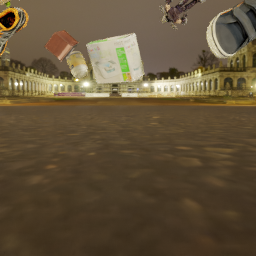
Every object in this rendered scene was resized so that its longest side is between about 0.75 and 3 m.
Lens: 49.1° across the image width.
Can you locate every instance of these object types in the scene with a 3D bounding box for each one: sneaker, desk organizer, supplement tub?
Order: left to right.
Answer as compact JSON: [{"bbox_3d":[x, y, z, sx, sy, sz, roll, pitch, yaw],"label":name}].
[{"bbox_3d":[-3.362,-2.460,7.215,0.703,1.798,0.694,40,2,-14],"label":"sneaker"},{"bbox_3d":[-1.845,-2.370,7.953,0.569,0.530,1.479,39,15,-16],"label":"desk organizer"},{"bbox_3d":[-1.822,-2.266,10.117,0.609,0.844,0.609,-21,-14,-5],"label":"supplement tub"},{"bbox_3d":[2.780,-2.537,6.655,1.001,0.988,2.520,-19,20,51],"label":"sneaker"}]

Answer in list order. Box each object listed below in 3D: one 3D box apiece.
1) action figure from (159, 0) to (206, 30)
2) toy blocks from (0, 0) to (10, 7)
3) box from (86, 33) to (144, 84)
[{"bbox_3d":[1.866,-4.132,9.496,1.842,0.639,1.199,-29,-44,26],"label":"action figure"},{"bbox_3d":[-3.702,-4.245,8.218,0.841,0.614,1.230,-10,-45,29],"label":"toy blocks"},{"bbox_3d":[-0.350,-1.956,7.983,1.355,1.196,0.655,4,31,36],"label":"box"}]
